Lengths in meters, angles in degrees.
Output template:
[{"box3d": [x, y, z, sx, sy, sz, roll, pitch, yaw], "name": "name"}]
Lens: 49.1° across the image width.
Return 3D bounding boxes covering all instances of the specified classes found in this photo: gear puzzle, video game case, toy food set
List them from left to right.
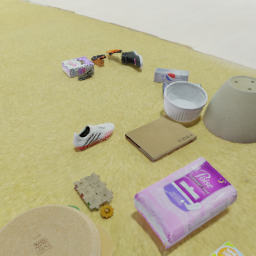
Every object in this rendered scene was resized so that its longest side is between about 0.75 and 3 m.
[{"box3d": [-1.892, 2.826, 6.379, 2.653, 0.652, 2.680, 24, 44, 28], "name": "toy food set"}, {"box3d": [-0.859, 1.941, 7.934, 0.817, 0.206, 1.577, -23, 45, -27], "name": "gear puzzle"}, {"box3d": [2.463, -1.709, 12.619, 1.762, 0.167, 1.258, 2, 33, 4], "name": "video game case"}]

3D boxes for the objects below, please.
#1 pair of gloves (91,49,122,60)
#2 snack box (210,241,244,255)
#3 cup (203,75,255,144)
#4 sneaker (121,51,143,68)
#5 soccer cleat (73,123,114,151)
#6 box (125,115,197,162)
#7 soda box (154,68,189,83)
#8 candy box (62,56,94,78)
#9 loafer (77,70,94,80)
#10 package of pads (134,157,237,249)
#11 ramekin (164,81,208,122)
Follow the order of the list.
[{"box3d": [-1.170, -3.991, 15.309, 1.624, 0.201, 1.447, -27, 25, -21], "name": "pair of gloves"}, {"box3d": [1.971, 3.618, 4.971, 1.983, 0.796, 2.352, -30, 47, -17], "name": "snack box"}, {"box3d": [4.138, -0.883, 10.312, 2.460, 1.759, 2.460, 0, 37, 0], "name": "cup"}, {"box3d": [0.170, -3.550, 14.739, 0.940, 0.670, 1.895, -12, 34, -12], "name": "sneaker"}, {"box3d": [-1.168, 0.138, 9.815, 1.723, 0.734, 0.591, -28, 46, -31], "name": "soccer cleat"}, {"box3d": [1.168, 0.301, 10.028, 2.019, 0.215, 1.650, -24, 43, -27], "name": "box"}, {"box3d": [2.077, -2.475, 13.400, 1.610, 0.511, 0.550, 9, 38, 11], "name": "soda box"}, {"box3d": [-2.548, -3.116, 14.267, 1.323, 0.473, 1.110, -20, 42, -24], "name": "candy box"}, {"box3d": [-2.084, -2.615, 13.688, 0.890, 0.310, 0.335, -29, 40, -22], "name": "loafer"}, {"box3d": [1.506, 1.882, 7.324, 2.403, 0.909, 1.448, -23, 50, -25], "name": "package of pads"}, {"box3d": [2.190, -0.993, 11.014, 1.674, 0.879, 1.674, 2, 46, -2], "name": "ramekin"}]
